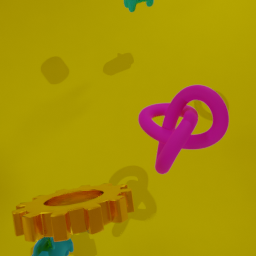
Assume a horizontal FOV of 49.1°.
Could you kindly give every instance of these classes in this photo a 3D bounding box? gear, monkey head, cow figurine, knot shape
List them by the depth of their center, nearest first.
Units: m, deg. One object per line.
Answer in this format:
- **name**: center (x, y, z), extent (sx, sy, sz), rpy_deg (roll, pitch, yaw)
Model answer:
- **gear**: center (-0.881, 1.337, 4.716), extent (1.931, 1.931, 0.357), rpy_deg (-8, 90, -3)
- **monkey head**: center (-1.341, 1.985, 4.825), extent (0.632, 1.049, 0.755), rpy_deg (-4, 56, -41)
- **knot shape**: center (0.909, -0.084, 5.511), extent (1.804, 0.834, 1.688), rpy_deg (-49, 35, 5)
- **cow figurine**: center (0.376, -3.710, 7.200), extent (1.178, 1.159, 0.647), rpy_deg (-24, 54, -13)
